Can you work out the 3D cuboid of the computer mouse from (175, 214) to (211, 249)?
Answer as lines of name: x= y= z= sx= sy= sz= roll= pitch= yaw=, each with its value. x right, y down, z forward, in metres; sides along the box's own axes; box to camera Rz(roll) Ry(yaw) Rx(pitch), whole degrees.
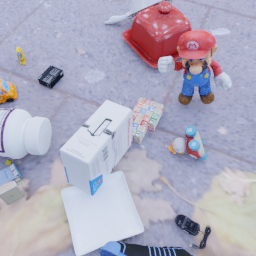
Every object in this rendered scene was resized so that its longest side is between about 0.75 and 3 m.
computer mouse: x=1.599 y=2.686 z=7.188 sx=0.963 sy=0.222 sz=0.676 roll=22 pitch=61 yaw=5

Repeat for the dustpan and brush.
dustpan and brush: x=0.450 y=-4.810 z=11.451 sx=2.996 sy=0.858 sz=2.091 roll=-2 pitch=16 yaw=10

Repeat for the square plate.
square plate: x=-0.711 y=2.204 z=7.447 sx=1.790 sy=0.257 sz=1.808 roll=-16 pitch=59 yaw=-11

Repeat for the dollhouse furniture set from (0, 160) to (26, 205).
dollhouse furniture set: x=-3.531 y=1.474 z=7.630 sx=1.096 sy=0.757 sz=1.160 roll=-28 pitch=61 yaw=-17

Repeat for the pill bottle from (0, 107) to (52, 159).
pill bottle: x=-3.635 y=0.128 z=8.078 sx=2.596 sy=1.458 sz=1.458 roll=5 pitch=57 yaw=4

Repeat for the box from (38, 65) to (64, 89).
box: x=-2.757 y=-1.833 z=10.038 sx=0.545 sy=0.305 sz=0.773 roll=27 pitch=61 yaw=13

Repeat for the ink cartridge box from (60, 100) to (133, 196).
ink cartridge box: x=-0.752 y=0.500 z=7.598 sx=0.885 sy=1.532 sz=2.098 roll=23 pitch=50 yaw=19

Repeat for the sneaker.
sneaker: x=0.769 y=3.203 z=6.455 sx=2.843 sy=0.997 sz=1.107 roll=19 pitch=37 yaw=21

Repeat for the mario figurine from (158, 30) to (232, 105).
mario figurine: x=1.935 y=-1.524 z=8.125 sx=1.719 sy=2.785 sz=1.476 roll=-32 pitch=56 yaw=-6

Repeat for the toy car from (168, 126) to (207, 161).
toy car: x=1.695 y=0.569 z=8.306 sx=1.003 sy=0.924 sz=0.887 roll=-20 pitch=54 yaw=21

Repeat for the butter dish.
butter dish: x=1.279 y=-3.801 z=10.418 sx=2.431 sy=1.802 sz=2.437 roll=-28 pitch=62 yaw=-16

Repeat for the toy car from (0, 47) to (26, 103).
toy car: x=-4.428 y=-1.915 z=9.783 sx=1.223 sy=0.830 sz=2.493 roll=-1 pitch=58 yaw=-1

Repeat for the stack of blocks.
stack of blocks: x=0.487 y=-0.221 z=8.919 sx=0.837 sy=0.426 sz=1.454 roll=22 pitch=60 yaw=14
